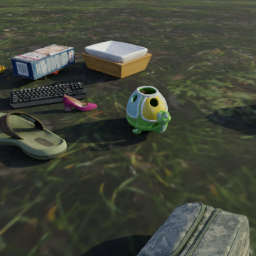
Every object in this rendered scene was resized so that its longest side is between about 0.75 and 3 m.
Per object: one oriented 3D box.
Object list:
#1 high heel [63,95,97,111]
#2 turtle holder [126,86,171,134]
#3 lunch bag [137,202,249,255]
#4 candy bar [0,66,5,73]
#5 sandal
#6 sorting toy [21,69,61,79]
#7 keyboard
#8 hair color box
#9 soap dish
[{"bbox_3d":[-1.605,-0.860,9.359,1.107,0.531,0.373,0,30,1],"label":"high heel"},{"bbox_3d":[0.559,-0.492,8.120,1.232,1.151,1.621,2,30,3],"label":"turtle holder"},{"bbox_3d":[0.946,1.902,4.194,1.313,1.091,1.565,7,29,38],"label":"lunch bag"},{"bbox_3d":[-6.563,-2.287,12.056,0.629,0.279,2.521,26,40,36],"label":"candy bar"},{"bbox_3d":[-2.845,-0.007,7.601,2.926,0.835,1.162,16,34,26],"label":"sandal"},{"bbox_3d":[-3.771,-2.383,12.203,1.655,0.280,0.798,-3,31,-4],"label":"sorting toy"},{"bbox_3d":[-2.950,-1.335,10.386,2.661,0.341,1.598,-9,32,-17],"label":"keyboard"},{"bbox_3d":[-3.572,-2.904,12.066,1.250,0.757,2.500,16,34,26],"label":"hair color box"},{"bbox_3d":[-0.540,-3.149,12.757,2.568,1.043,2.020,25,38,35],"label":"soap dish"}]
